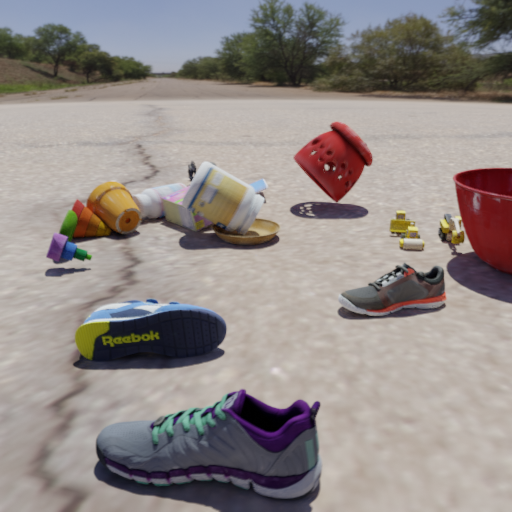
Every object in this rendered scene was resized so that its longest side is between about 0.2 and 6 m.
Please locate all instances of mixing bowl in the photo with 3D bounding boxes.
[{"bbox_3d":[4.716,-0.535,9.575,2.780,1.506,2.780,1,20,0],"label":"mixing bowl"}]

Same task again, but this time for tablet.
[{"bbox_3d":[-0.118,-1.729,14.594,0.824,0.086,1.266,-23,17,3],"label":"tablet"}]

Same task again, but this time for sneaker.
[{"bbox_3d":[1.975,0.411,8.128,1.677,0.687,0.646,-6,20,-16],"label":"sneaker"},{"bbox_3d":[-0.423,1.469,4.865,2.008,0.879,0.747,3,20,7],"label":"sneaker"},{"bbox_3d":[-1.273,0.847,6.974,1.811,0.670,0.745,0,17,-3],"label":"sneaker"}]

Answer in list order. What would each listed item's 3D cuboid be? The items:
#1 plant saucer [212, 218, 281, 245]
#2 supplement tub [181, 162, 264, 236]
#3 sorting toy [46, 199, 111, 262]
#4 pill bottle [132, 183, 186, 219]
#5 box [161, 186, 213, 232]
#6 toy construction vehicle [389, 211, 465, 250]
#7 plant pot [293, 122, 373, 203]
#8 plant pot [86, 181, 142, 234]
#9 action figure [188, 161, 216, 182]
[{"bbox_3d":[-0.196,-0.476,11.290,1.381,0.244,1.381,0,19,0],"label":"plant saucer"},{"bbox_3d":[-0.659,-1.119,11.182,1.415,1.024,1.024,29,18,-8],"label":"supplement tub"},{"bbox_3d":[-3.245,-0.359,10.549,0.864,0.869,2.508,20,13,-14],"label":"sorting toy"},{"bbox_3d":[-2.171,-1.225,12.739,1.272,0.692,0.692,-18,26,-39],"label":"pill bottle"},{"bbox_3d":[-1.299,-1.092,12.244,1.026,0.564,1.167,-29,34,-32],"label":"box"},{"bbox_3d":[3.371,-0.586,11.131,1.376,0.557,1.580,4,20,11],"label":"toy construction vehicle"},{"bbox_3d":[1.901,-2.264,13.352,1.412,1.551,1.551,-42,22,5],"label":"plant pot"},{"bbox_3d":[-2.883,-0.923,11.669,0.985,0.985,0.901,-17,41,-39],"label":"plant pot"},{"bbox_3d":[-1.588,-2.381,16.027,0.819,0.703,1.378,5,15,-19],"label":"action figure"}]
